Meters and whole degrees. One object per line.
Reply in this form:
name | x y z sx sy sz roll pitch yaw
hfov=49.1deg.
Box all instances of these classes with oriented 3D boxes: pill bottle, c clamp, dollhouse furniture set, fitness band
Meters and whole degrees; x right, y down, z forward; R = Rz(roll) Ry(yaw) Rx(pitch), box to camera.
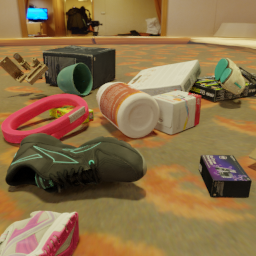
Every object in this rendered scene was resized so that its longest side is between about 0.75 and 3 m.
pill bottle | -0.126 -0.645 8.105 1.225 1.225 2.183 -10 24 -23
c clamp | 5.206 -2.124 11.762 1.910 0.303 2.236 36 16 -3
dollhouse furniture set | -4.021 -2.384 10.778 1.209 0.985 1.150 32 76 40
fitness band | -2.250 -0.292 7.893 1.823 0.475 2.539 15 36 35

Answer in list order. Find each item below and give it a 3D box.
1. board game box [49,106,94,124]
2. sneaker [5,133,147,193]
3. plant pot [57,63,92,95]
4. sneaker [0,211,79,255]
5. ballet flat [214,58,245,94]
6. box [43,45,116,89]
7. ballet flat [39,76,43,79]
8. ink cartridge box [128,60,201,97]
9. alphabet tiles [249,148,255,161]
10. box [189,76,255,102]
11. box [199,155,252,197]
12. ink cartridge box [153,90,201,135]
board game box | -1.818 -0.481 8.898 1.421 0.338 0.722 20 29 40
sneaker | -1.001 0.795 5.203 2.709 1.021 1.074 2 36 19
plant pot | -2.249 -1.938 11.438 1.033 1.287 1.287 -2 19 28
sneaker | -1.271 1.587 3.384 0.757 0.698 1.716 6 14 17
ballet flat | 3.954 -1.982 10.803 0.987 0.987 2.840 4 26 11
box | -2.228 -2.996 13.459 2.546 1.605 2.590 8 23 20
ballet flat | -4.819 -2.596 14.386 0.838 0.194 0.282 -9 24 -22
ink cartridge box | 1.363 -1.893 11.698 2.818 0.706 2.285 -4 32 37
alphabet tiles | 3.807 0.622 5.215 2.194 0.099 2.625 -40 37 -19
box | 3.734 -1.729 11.781 2.314 0.550 2.235 -11 26 -26
box | 1.834 0.900 5.409 0.698 0.390 0.989 3 22 -1
ink cartridge box | 1.352 -0.485 8.130 1.274 0.921 0.926 -19 28 -39
